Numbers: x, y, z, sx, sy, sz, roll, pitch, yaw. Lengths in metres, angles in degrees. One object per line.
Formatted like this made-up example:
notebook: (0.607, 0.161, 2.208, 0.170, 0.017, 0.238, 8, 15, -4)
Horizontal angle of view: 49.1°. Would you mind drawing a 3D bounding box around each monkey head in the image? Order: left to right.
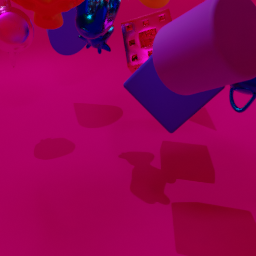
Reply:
monkey head: (-1.027, -1.854, 3.487, 1.604, 0.967, 1.154, -3, -6, -13)

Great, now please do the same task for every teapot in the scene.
teapot: (-2.892, -2.337, 6.897, 1.064, 1.712, 0.838, -9, 17, -27)
teapot: (2.530, -1.181, 5.087, 1.000, 2.043, 1.270, 41, 17, 31)

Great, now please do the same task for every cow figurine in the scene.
cow figurine: (-0.691, -2.143, 5.920, 0.838, 1.502, 1.527, 24, 38, -1)

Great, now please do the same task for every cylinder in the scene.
cylinder: (0.748, -0.747, 2.626, 0.760, 0.760, 0.760, -22, 7, -32)

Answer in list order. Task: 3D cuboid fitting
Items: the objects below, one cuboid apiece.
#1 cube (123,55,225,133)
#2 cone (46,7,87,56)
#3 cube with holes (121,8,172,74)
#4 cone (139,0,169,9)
cube: (0.739, -0.783, 4.640, 1.094, 1.094, 1.094, 44, 18, -7)
cone: (-2.241, -3.354, 8.742, 1.642, 1.636, 1.636, 36, 45, 28)
cube with holes: (0.577, -1.811, 6.432, 1.084, 1.084, 1.084, -12, -13, 14)
cone: (0.955, -4.248, 7.928, 1.259, 1.259, 1.263, -10, 5, -17)
